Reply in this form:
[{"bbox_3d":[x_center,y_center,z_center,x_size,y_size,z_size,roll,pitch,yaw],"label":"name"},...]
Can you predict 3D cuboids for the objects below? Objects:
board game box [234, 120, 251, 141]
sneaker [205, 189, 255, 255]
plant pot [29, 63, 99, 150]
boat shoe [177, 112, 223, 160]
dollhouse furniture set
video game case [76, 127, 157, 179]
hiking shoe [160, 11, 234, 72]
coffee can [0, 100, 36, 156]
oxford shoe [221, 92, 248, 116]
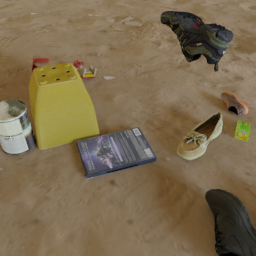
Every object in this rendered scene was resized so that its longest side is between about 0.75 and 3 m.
[{"bbox_3d":[4.355,0.089,10.644,0.469,0.220,0.923,15,42,18],"label":"board game box"},{"bbox_3d":[2.607,2.636,7.067,1.190,0.996,2.622,-20,40,-9],"label":"sneaker"},{"bbox_3d":[-2.505,-1.010,10.311,2.295,2.347,2.280,-14,42,-15],"label":"plant pot"},{"bbox_3d":[2.595,0.231,10.035,0.905,0.774,2.469,27,47,29],"label":"boat shoe"},{"bbox_3d":[-3.060,-2.573,13.434,2.683,1.091,1.444,-11,37,-40],"label":"dollhouse furniture set"},{"bbox_3d":[-0.445,0.795,9.803,2.423,0.230,1.731,-13,42,-14],"label":"video game case"},{"bbox_3d":[1.539,-2.276,7.178,0.830,1.103,2.191,-14,42,-36],"label":"hiking shoe"},{"bbox_3d":[-3.933,0.010,9.654,1.169,1.598,1.169,0,40,0],"label":"coffee can"},{"bbox_3d":[4.349,-1.045,11.798,0.535,0.523,1.467,-21,44,-16],"label":"oxford shoe"}]
